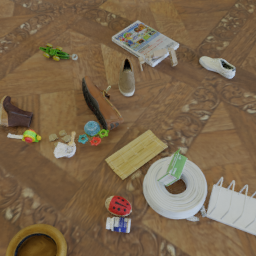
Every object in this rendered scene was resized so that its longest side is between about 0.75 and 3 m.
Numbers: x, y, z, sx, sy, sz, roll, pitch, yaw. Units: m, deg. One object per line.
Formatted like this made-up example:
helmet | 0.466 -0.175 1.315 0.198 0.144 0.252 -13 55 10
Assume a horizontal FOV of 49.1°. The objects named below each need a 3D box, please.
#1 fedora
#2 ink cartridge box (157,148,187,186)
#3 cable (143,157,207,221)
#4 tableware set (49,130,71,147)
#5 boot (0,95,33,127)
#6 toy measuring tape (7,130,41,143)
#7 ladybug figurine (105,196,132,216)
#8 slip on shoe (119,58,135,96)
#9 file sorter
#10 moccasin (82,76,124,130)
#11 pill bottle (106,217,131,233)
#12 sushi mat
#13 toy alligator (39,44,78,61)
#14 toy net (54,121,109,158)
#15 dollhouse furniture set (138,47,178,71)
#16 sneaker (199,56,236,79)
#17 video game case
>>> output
fedora | -2.707 3.804 8.451 1.793 0.731 1.793 0 56 0
ink cartridge box | 1.440 1.258 8.797 0.436 1.471 0.764 28 63 0
cable | 1.606 2.022 9.650 2.164 0.749 2.164 2 56 2
tableware set | -2.705 0.411 11.155 0.830 0.096 0.693 -28 60 -18
boot | -4.664 -0.678 11.748 1.307 0.569 1.572 5 52 -12
toy measuring tape | -4.109 0.278 11.008 1.410 0.519 0.519 8 56 5
ladybug figurine | -0.315 2.618 9.492 0.966 0.348 0.656 17 57 11
slip on shoe | -0.038 -2.337 12.713 0.754 0.601 1.984 3 56 2
file sorter | 3.644 2.493 9.143 1.736 1.081 1.205 18 57 12
moccasin | -1.098 -1.167 11.685 1.068 1.012 2.767 -23 56 -22
pill bottle | -0.313 3.130 9.093 0.759 0.439 0.439 5 56 5
sushi mat | 0.324 0.979 10.734 2.284 0.138 1.093 -33 62 -20
toy alligator | -3.374 -3.589 13.692 1.922 0.462 0.637 18 83 1
toy net | -1.823 0.583 10.875 2.189 0.423 1.149 -40 67 -22
dollhouse furniture set | 1.412 -3.156 13.028 1.692 0.877 0.749 -14 93 -2
sneaker | 4.235 -3.009 13.150 1.796 0.636 0.656 30 61 19
video game case | 0.870 -4.386 14.324 2.843 0.256 2.035 39 64 23
